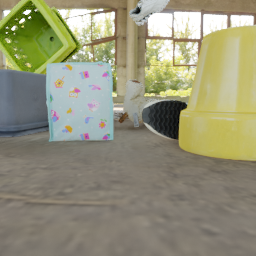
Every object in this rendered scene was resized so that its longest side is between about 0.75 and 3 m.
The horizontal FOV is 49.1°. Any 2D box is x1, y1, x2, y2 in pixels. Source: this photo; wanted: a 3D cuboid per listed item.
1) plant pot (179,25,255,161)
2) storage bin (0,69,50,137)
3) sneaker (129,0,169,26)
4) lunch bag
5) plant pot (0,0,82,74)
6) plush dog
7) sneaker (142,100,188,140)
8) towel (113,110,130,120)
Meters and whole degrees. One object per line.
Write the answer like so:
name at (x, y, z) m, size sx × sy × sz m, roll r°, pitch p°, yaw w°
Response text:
plant pot at (2.062, -0.636, 5.110) m, size 2.213 × 2.082 × 2.213 m, roll 0°, pitch 5°, yaw 0°
storage bin at (-3.206, -0.740, 8.014) m, size 1.824 × 1.683 × 2.506 m, roll 2°, pitch 5°, yaw 17°
sneaker at (0.747, -4.202, 9.578) m, size 1.615 × 0.607 × 0.655 m, roll -33°, pitch -31°, yaw 29°
lunch bag at (-1.075, -0.623, 6.398) m, size 1.505 × 1.767 × 1.078 m, roll -2°, pitch 7°, yaw -7°
plant pot at (-3.009, -3.082, 9.897) m, size 2.110 × 2.099 × 1.915 m, roll -34°, pitch 5°, yaw 19°
plush dog at (0.529, -0.612, 9.862) m, size 1.826 × 1.465 × 1.569 m, roll 46°, pitch 15°, yaw 28°
sneaker at (1.311, -0.185, 6.921) m, size 2.580 × 0.908 × 1.206 m, roll 0°, pitch 1°, yaw -28°
towel at (-0.181, -0.644, 12.956) m, size 1.659 × 0.432 × 2.504 m, roll 6°, pitch 8°, yaw 38°
